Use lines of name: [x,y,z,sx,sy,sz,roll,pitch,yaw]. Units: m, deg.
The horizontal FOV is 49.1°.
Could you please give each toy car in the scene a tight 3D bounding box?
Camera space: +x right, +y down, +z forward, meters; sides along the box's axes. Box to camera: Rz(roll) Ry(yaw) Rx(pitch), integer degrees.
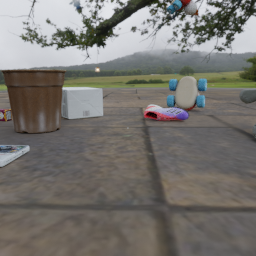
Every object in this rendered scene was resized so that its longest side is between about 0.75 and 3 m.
toy car: [1.825,-3.764,8.697,0.868,0.800,0.767,39,-10,-16]
toy car: [3.500,-1.678,16.009,2.003,1.922,2.174,3,-17,24]

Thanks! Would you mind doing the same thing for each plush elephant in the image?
plush elephant: [4.933,-0.499,8.722,2.338,1.810,1.925,-29,45,20]

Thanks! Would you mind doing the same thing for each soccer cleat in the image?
soccer cleat: [1.603,-0.539,11.871,1.909,0.651,0.699,11,40,24]

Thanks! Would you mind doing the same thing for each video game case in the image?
video game case: [-3.237,0.623,6.487,1.422,0.166,1.293,0,11,6]

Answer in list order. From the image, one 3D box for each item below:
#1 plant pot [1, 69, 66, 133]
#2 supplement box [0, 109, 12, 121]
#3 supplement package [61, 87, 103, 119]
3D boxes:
plant pot: [-3.178,-0.967,9.757,2.114,2.093,2.114,-1,11,0]
supplement box: [-5.429,-0.561,11.971,0.859,0.474,0.368,3,11,18]
supplement package: [-2.335,-1.218,13.156,1.717,1.321,1.796,-6,12,-31]
